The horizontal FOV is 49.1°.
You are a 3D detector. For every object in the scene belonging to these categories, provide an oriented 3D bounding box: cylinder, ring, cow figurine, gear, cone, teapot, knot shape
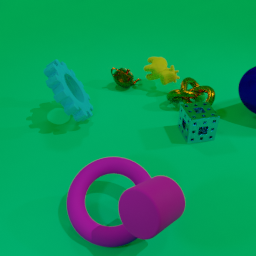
[{"bbox_3d":[0.382,1.223,4.416,0.781,0.781,0.781,29,24,32],"label":"cylinder"},{"bbox_3d":[-0.312,1.370,5.433,1.758,0.352,1.758,-1,58,2],"label":"ring"},{"bbox_3d":[1.167,-1.952,9.408,1.206,0.673,1.226,1,46,22],"label":"cow figurine"},{"bbox_3d":[-1.636,-1.045,7.910,0.334,1.805,1.805,-29,36,12],"label":"gear"},{"bbox_3d":[4.293,-1.383,8.130,1.600,1.600,1.606,25,46,29],"label":"cone"},{"bbox_3d":[-0.089,-1.768,9.721,1.218,0.596,0.757,21,29,-31],"label":"teapot"},{"bbox_3d":[2.030,-1.104,8.852,1.465,0.677,1.371,13,36,18],"label":"knot shape"}]

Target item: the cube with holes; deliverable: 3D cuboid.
[{"bbox_3d":[1.865,-0.155,7.534,0.776,0.776,0.776,-7,38,-9],"label":"cube with holes"}]
